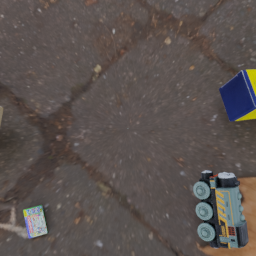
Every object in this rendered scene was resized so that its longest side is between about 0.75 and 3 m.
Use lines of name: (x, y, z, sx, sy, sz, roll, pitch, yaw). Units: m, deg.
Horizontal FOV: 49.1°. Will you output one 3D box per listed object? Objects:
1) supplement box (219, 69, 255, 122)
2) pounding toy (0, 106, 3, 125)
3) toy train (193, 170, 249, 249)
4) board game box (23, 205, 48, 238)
supplement box: (3.798, -0.943, 7.854, 1.984, 1.080, 1.086, -6, 72, -20)
pounding toy: (-4.322, -0.477, 6.915, 1.050, 2.017, 2.296, 23, 102, 36)
toy train: (2.357, 2.060, 7.086, 1.130, 0.845, 1.982, -8, 85, 38)
board game box: (-2.495, 2.524, 7.574, 0.514, 0.111, 0.764, -15, 81, -4)
